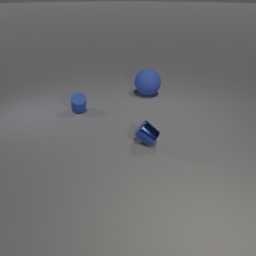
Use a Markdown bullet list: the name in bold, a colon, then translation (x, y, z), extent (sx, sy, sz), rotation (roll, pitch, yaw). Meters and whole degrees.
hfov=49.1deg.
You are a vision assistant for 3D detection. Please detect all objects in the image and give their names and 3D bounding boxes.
- **cylinder**: translation (-2.280, -1.160, 12.942), extent (0.700, 0.700, 0.700), rotation (4, 60, -7)
- **cylinder**: translation (0.706, 0.191, 10.416), extent (0.700, 0.700, 0.700), rotation (40, 29, -9)
- **ball**: translation (1.048, -2.440, 14.836), extent (1.400, 1.400, 1.400), rotation (0, 28, 0)
